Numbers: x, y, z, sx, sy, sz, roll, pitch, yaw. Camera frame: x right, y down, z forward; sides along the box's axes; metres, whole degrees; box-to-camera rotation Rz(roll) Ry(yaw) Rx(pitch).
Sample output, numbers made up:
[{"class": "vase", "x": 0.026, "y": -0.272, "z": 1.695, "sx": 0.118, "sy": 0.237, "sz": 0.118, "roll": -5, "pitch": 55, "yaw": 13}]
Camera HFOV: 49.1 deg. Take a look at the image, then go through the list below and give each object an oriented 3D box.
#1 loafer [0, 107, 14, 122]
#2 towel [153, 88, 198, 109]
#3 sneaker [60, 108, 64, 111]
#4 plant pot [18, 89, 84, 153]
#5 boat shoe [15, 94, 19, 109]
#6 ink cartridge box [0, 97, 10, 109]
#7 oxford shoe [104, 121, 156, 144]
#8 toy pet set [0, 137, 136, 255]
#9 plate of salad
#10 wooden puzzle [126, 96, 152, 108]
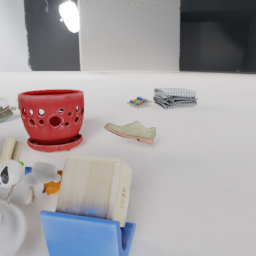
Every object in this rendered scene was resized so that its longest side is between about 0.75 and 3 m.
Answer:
[{"class": "loafer", "x": -6.121, "y": -0.684, "z": 11.408, "sx": 2.693, "sy": 0.938, "sz": 1.013, "roll": -3, "pitch": 15, "yaw": -11}, {"class": "towel", "x": 2.496, "y": -1.620, "z": 15.041, "sx": 1.867, "sy": 0.965, "sz": 2.255, "roll": -1, "pitch": 13, "yaw": -10}, {"class": "sneaker", "x": -3.287, "y": -1.284, "z": 14.244, "sx": 0.840, "sy": 0.653, "sz": 1.866, "roll": -16, "pitch": 19, "yaw": -38}, {"class": "plant pot", "x": -2.222, "y": -0.263, "z": 8.342, "sx": 1.857, "sy": 1.691, "sz": 1.857, "roll": 0, "pitch": 15, "yaw": 0}, {"class": "boat shoe", "x": -5.632, "y": -1.390, "z": 14.825, "sx": 0.509, "sy": 0.609, "sz": 1.705, "roll": -5, "pitch": 22, "yaw": -16}, {"class": "ink cartridge box", "x": -6.241, "y": -1.094, "z": 13.423, "sx": 0.973, "sy": 0.707, "sz": 0.406, "roll": -8, "pitch": 17, "yaw": -28}, {"class": "oxford shoe", "x": 0.077, "y": 0.029, "z": 7.733, "sx": 1.501, "sy": 0.554, "sz": 0.531, "roll": 15, "pitch": 1, "yaw": -20}, {"class": "toy pet set", "x": -1.181, "y": 1.181, "z": 4.162, "sx": 2.540, "sy": 1.444, "sz": 2.720, "roll": 4, "pitch": -18, "yaw": 13}, {"class": "plate of salad", "x": -2.545, "y": 1.561, "z": 3.661, "sx": 2.329, "sy": 0.559, "sz": 2.329, "roll": 3, "pitch": 16, "yaw": -1}, {"class": "wooden puzzle", "x": 0.597, "y": -1.416, "z": 14.817, "sx": 1.066, "sy": 0.247, "sz": 0.987, "roll": -22, "pitch": 30, "yaw": -30}]
